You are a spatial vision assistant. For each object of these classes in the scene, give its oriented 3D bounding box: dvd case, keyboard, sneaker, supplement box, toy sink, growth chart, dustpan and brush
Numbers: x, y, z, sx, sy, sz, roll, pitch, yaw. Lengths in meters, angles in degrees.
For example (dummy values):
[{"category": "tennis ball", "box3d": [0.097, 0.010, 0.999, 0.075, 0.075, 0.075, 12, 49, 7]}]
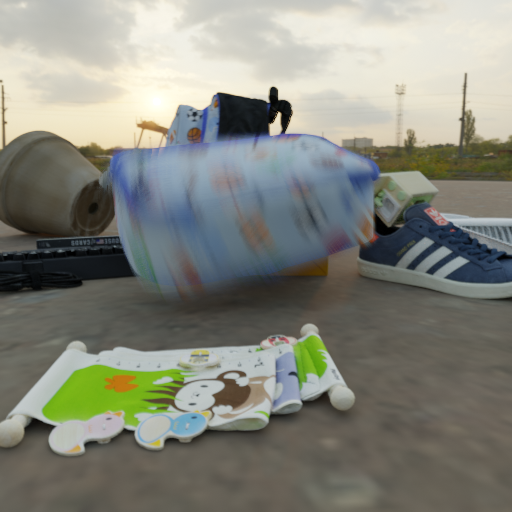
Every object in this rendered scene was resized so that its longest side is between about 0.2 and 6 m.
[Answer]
[{"category": "dvd case", "box3d": [-2.860, -0.225, 10.058, 1.866, 0.231, 1.403, -4, 1, -14]}, {"category": "keyboard", "box3d": [-3.230, 0.124, 8.079, 3.542, 0.454, 2.127, -5, 11, -22]}, {"category": "sneaker", "box3d": [2.541, -0.149, 7.550, 2.656, 1.123, 0.996, 8, 14, 39]}, {"category": "supplement box", "box3d": [0.281, -0.362, 8.953, 1.600, 1.077, 1.622, 0, 10, 0]}, {"category": "toy sink", "box3d": [2.032, -0.801, 8.016, 0.935, 0.609, 0.524, -8, 49, -34]}, {"category": "growth chart", "box3d": [-0.485, 0.918, 4.153, 2.394, 0.212, 1.732, -2, 11, -9]}, {"category": "dustpan and brush", "box3d": [3.558, -0.508, 10.098, 3.393, 0.971, 2.368, 5, 11, 25]}]

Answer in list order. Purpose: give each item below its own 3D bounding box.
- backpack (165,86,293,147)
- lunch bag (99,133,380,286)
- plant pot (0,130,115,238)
[{"category": "backpack", "box3d": [-0.769, -1.624, 11.425, 2.392, 3.105, 2.958, 11, -6, -5]}, {"category": "lunch bag", "box3d": [-0.288, -0.777, 6.941, 3.150, 1.190, 2.524, -8, 28, -17]}, {"category": "plant pot", "box3d": [-4.256, -1.344, 12.308, 2.032, 2.341, 2.341, 25, 21, 26]}]
